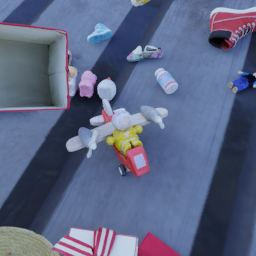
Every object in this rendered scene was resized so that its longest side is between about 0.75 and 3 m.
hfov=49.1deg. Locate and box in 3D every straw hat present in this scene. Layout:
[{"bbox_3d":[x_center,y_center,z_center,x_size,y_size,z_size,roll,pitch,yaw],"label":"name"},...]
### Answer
[{"bbox_3d":[-3.006,3.790,6.811,2.647,1.120,2.647,13,58,-22],"label":"straw hat"}]

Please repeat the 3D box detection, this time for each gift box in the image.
[{"bbox_3d":[-0.778,3.424,6.564,1.977,1.846,1.824,2,60,4],"label":"gift box"}]

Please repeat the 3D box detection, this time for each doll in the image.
[{"bbox_3d":[4.552,-1.843,10.846,1.340,0.325,0.914,-24,61,-14],"label":"doll"}]

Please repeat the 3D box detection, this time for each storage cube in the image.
[{"bbox_3d":[-2.820,-1.472,7.329,2.310,2.076,1.975,-4,97,-26],"label":"storage cube"}]

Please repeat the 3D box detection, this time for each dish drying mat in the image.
[{"bbox_3d":[1.115,3.644,7.489,1.853,0.169,0.712,33,65,18],"label":"dish drying mat"}]

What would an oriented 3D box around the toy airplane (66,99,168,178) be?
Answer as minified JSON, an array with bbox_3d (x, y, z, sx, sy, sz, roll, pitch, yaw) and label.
[{"bbox_3d":[-0.244,-0.005,8.771,2.626,1.861,2.638,18,57,10],"label":"toy airplane"}]

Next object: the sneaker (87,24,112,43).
[{"bbox_3d":[-1.370,-4.153,12.232,1.187,0.472,0.775,-25,63,-26],"label":"sneaker"}]

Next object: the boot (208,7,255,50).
[{"bbox_3d":[4.956,-4.075,11.865,2.964,1.073,2.138,5,58,13],"label":"boot"}]

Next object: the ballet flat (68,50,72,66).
[{"bbox_3d":[-2.534,-2.836,11.376,0.494,0.488,1.452,-9,58,-5],"label":"ballet flat"}]

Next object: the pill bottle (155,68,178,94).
[{"bbox_3d":[1.440,-1.814,10.702,0.538,0.538,0.989,-23,60,-14],"label":"pill bottle"}]

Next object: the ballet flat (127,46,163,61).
[{"bbox_3d":[0.687,-3.106,11.501,1.513,0.538,0.523,-7,41,-4],"label":"ballet flat"}]

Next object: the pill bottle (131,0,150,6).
[{"bbox_3d":[0.537,-4.806,10.233,0.888,0.500,0.500,-6,42,52],"label":"pill bottle"}]

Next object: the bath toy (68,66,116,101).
[{"bbox_3d":[-1.612,-1.695,10.444,2.449,1.065,0.905,11,33,3],"label":"bath toy"}]
